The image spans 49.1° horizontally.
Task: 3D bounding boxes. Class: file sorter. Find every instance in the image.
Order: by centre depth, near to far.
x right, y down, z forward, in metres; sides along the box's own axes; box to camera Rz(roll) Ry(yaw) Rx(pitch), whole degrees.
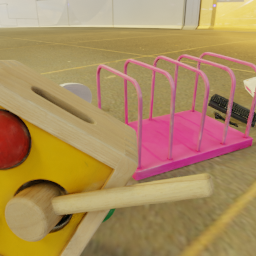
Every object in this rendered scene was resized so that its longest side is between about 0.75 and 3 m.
[{"bbox_3d":[0.966,-0.511,5.929,2.893,1.814,2.011,-12,27,-25],"label":"file sorter"}]

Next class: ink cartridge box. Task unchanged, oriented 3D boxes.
[{"bbox_3d":[4.294,-1.307,8.762,0.923,0.361,1.949,-16,15,17],"label":"ink cartridge box"}]

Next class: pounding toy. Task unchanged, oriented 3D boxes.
[{"bbox_3d":[-0.770,0.494,2.776,2.171,1.998,1.543,30,13,-7],"label":"pounding toy"}]

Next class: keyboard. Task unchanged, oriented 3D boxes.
[{"bbox_3d":[2.615,-0.383,7.062,1.245,0.128,0.791,27,59,11],"label":"keyboard"}]

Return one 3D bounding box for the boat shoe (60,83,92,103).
[{"bbox_3d":[-2.190,-0.557,7.216,0.936,0.951,2.682,20,38,41],"label":"boat shoe"}]
